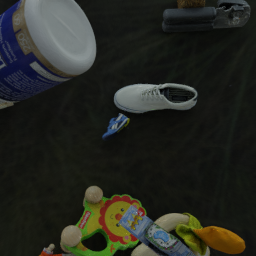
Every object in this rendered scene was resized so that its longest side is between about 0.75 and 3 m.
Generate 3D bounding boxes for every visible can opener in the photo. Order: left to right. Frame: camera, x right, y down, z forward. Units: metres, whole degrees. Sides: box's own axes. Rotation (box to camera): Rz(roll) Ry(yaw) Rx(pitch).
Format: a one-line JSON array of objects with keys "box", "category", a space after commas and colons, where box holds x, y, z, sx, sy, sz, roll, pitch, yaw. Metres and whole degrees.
[{"box": [2.612, -3.830, 9.459, 2.935, 0.783, 0.981, -3, 56, 0], "category": "can opener"}]

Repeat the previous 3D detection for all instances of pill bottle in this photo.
[{"box": [-2.207, -1.464, 5.784, 2.844, 1.646, 1.646, -17, 74, 31], "category": "pill bottle"}]

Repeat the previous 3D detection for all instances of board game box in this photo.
[{"box": [0.429, 1.688, 4.252, 0.347, 1.127, 1.126, -52, 122, -15], "category": "board game box"}]

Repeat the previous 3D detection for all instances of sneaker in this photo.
[{"box": [-0.436, -0.030, 8.667, 1.039, 0.384, 0.427, -42, 74, -14], "category": "sneaker"}, {"box": [0.861, -1.025, 8.606, 2.598, 0.920, 0.949, -3, 76, -1], "category": "sneaker"}]

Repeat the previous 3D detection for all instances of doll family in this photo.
[{"box": [-2.107, 4.325, 7.292, 1.695, 1.231, 2.731, 3, 84, -15], "category": "doll family"}]

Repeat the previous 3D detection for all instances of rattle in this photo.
[{"box": [1.041, 3.445, 6.761, 2.940, 2.100, 1.914, -19, 109, -23], "category": "rattle"}]

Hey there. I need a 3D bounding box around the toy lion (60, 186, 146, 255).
[{"box": [-0.507, 2.626, 7.538, 1.966, 0.704, 2.051, 25, 47, 5], "category": "toy lion"}]

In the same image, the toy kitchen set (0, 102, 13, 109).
[{"box": [-4.431, -1.926, 8.987, 1.943, 2.149, 2.382, -26, 115, -42], "category": "toy kitchen set"}]

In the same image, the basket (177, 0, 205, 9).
[{"box": [2.120, -4.346, 9.309, 0.806, 1.129, 0.841, -2, 76, 0], "category": "basket"}]
